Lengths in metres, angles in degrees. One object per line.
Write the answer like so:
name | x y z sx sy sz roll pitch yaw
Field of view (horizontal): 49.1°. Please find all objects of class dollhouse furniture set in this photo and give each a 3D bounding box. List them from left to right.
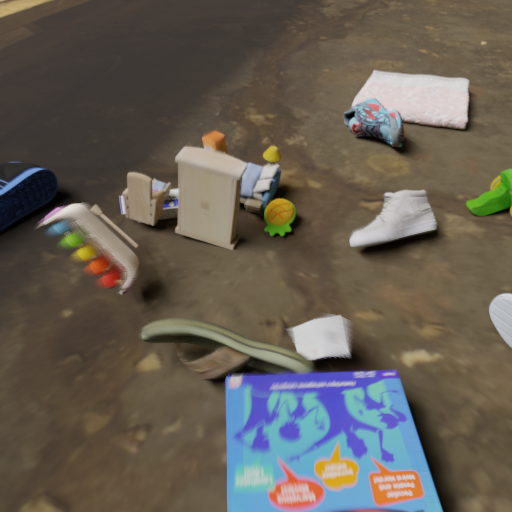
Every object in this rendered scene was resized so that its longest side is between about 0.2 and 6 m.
dollhouse furniture set | -0.870 -1.785 10.770 2.446 1.691 2.591 17 43 9

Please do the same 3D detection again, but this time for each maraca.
maraca | 0.444 -0.732 10.732 0.609 0.475 0.888 -1 54 13

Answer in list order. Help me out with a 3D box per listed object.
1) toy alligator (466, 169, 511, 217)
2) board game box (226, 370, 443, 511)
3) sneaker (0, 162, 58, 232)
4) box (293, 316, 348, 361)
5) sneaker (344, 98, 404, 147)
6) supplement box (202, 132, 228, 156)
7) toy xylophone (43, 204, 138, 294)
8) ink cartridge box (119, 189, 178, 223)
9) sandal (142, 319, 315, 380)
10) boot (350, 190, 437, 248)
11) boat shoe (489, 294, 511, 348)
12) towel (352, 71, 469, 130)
toy alligator | 6.033 -1.357 11.076 3.681 0.999 1.092 -3 38 -4
board game box | 0.794 2.624 6.216 2.250 0.666 2.959 -2 38 -3
sneaker | -5.306 -0.983 10.702 1.153 1.038 2.960 18 37 32
box | 0.880 1.168 7.764 0.406 0.832 0.518 -6 77 -19
sneaker | 2.813 -3.106 13.639 1.050 0.872 2.199 -18 32 -7
supplement box | -0.680 -1.692 9.932 0.321 0.933 0.311 26 48 37
toy xylophone | -2.476 -0.202 8.905 0.431 1.716 1.256 -41 6 12
ink cartridge box | -1.977 -1.010 11.227 1.453 0.285 0.722 -7 39 -11
sandal | -0.431 1.398 7.574 2.439 0.969 0.696 16 72 7
boot | 2.417 -0.707 10.229 1.811 0.666 0.866 -12 83 -24
boat shoe | 4.286 1.264 8.103 0.606 0.703 1.954 -7 42 -39
towel | 4.336 -4.358 15.392 2.924 0.471 2.793 12 40 16
